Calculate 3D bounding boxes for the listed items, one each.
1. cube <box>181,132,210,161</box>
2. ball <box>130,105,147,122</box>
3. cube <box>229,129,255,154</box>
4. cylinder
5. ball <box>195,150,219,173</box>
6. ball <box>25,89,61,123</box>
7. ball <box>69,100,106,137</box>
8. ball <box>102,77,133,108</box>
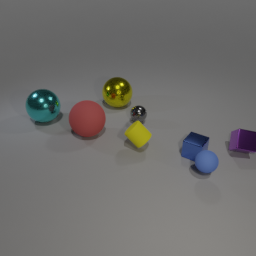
[{"bbox_3d":[2.340,0.661,9.744,0.700,0.700,0.700,20,38,29],"label":"cube"},{"bbox_3d":[0.440,-0.589,11.620,0.700,0.700,0.700,0,32,0],"label":"ball"},{"bbox_3d":[4.005,0.466,9.711,0.700,0.700,0.700,11,-9,0],"label":"cube"},{"bbox_3d":[0.354,0.220,9.883,0.700,0.700,0.700,46,35,-10],"label":"cylinder"},{"bbox_3d":[2.406,1.027,8.563,0.700,0.700,0.700,0,32,0],"label":"ball"},{"bbox_3d":[-3.511,-0.917,11.608,1.400,1.400,1.400,0,32,0],"label":"ball"},{"bbox_3d":[-1.554,-0.360,10.714,1.400,1.400,1.400,0,32,0],"label":"ball"},{"bbox_3d":[-0.487,-1.630,12.834,1.400,1.400,1.400,0,32,0],"label":"ball"}]
